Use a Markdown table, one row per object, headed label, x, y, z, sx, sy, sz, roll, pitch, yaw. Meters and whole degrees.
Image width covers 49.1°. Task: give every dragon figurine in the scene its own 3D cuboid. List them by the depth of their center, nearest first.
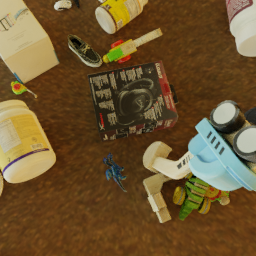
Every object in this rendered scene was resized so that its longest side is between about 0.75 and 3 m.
| label | x | y | z | sx | sy | sz | roll | pitch | yaw |
| --- | --- | --- | --- | --- | --- | --- | --- | --- | --- |
| dragon figurine | -0.393 | 1.306 | 8.031 | 0.370 | 0.624 | 1.256 | -42 | 40 | 29 |

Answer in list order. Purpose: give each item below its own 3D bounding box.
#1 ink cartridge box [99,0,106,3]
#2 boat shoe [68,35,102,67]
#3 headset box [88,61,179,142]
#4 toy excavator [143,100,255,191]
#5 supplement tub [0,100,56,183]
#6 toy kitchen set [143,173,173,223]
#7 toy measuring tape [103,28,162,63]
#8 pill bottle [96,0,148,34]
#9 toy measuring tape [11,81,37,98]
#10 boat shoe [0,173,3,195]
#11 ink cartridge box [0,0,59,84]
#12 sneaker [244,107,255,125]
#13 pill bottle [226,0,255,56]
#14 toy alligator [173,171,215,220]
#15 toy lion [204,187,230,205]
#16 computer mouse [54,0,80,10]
| label | x | y | z | sx | sy | sz | roll | pitch | yaw |
| --- | --- | --- | --- | --- | --- | --- | --- | --- | --- |
| ink cartridge box | -1.081 | -5.378 | 10.212 | 1.157 | 0.837 | 0.851 | 40 | 76 | 12 |
| boat shoe | -1.501 | -2.625 | 9.511 | 1.473 | 0.469 | 0.521 | 38 | 76 | 11 |
| headset box | 0.237 | -0.846 | 8.648 | 2.613 | 1.009 | 1.945 | -12 | 72 | -5 |
| toy excavator | 1.849 | 0.742 | 6.982 | 2.974 | 1.485 | 2.892 | -45 | 37 | 16 |
| supplement tub | -3.119 | 0.370 | 8.009 | 1.470 | 1.470 | 2.022 | -29 | 74 | -9 |
| toy kitchen set | 1.163 | 1.818 | 7.775 | 1.132 | 1.024 | 1.255 | -22 | 74 | -7 |
| toy measuring tape | 0.116 | -2.718 | 9.291 | 2.082 | 0.766 | 0.766 | -25 | 73 | 8 |
| pill bottle | -0.180 | -4.176 | 9.747 | 1.793 | 0.980 | 0.980 | -41 | 76 | -12 |
| toy measuring tape | -3.435 | -1.183 | 9.116 | 1.006 | 0.370 | 0.370 | 34 | 75 | 10 |
| boat shoe | -4.289 | 1.067 | 8.178 | 0.807 | 0.717 | 2.193 | -22 | 73 | -7 |
| ink cartridge box | -3.519 | -2.863 | 9.027 | 1.503 | 1.530 | 2.078 | -34 | 74 | -10 |
| sneaker | 3.819 | 0.411 | 8.353 | 0.952 | 1.059 | 2.575 | 7 | 51 | 32 |
| pill bottle | 4.200 | -4.029 | 9.338 | 1.676 | 1.676 | 2.937 | -1 | 72 | 0 |
| toy alligator | 2.055 | 1.216 | 7.712 | 0.973 | 0.705 | 2.935 | 20 | 87 | -2 |
| toy lion | 2.582 | 1.722 | 8.187 | 0.957 | 0.343 | 0.998 | 27 | 79 | 16 |
| computer mouse | -2.256 | -4.555 | 10.281 | 0.928 | 0.204 | 0.509 | -14 | 74 | -5 |
